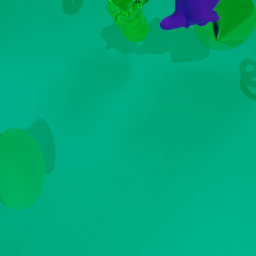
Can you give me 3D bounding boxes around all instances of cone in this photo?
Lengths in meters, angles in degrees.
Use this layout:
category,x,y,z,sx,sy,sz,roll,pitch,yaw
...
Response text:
category,x,y,z,sx,sy,sz,roll,pitch,yaw
cone,2.155,-2.270,6.515,1.511,1.511,1.517,22,41,8
cone,-2.795,0.900,5.630,1.566,1.560,1.560,-10,68,17

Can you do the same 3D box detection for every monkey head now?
category,x,y,z,sx,sy,sz,roll,pitch,yaw
monkey head,1.257,-2.710,5.821,1.407,1.178,1.956,-10,28,17

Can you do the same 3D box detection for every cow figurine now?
category,x,y,z,sx,sy,sz,roll,pitch,yaw
cow figurine,0.073,-2.750,6.941,0.955,1.740,1.712,-34,44,6
